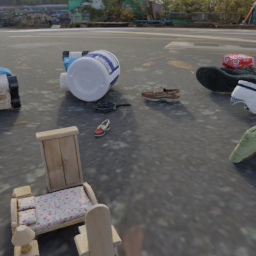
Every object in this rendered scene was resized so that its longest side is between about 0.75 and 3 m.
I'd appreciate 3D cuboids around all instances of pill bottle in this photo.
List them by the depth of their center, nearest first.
[{"bbox_3d":[-1.234,-2.266,11.406,1.633,1.633,2.940,4,24,10],"label":"pill bottle"}]

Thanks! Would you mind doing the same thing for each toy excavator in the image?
[{"bbox_3d":[-4.664,-1.514,10.014,1.173,2.284,2.349,-12,55,-25],"label":"toy excavator"},{"bbox_3d":[-2.323,-2.336,12.228,1.201,2.405,2.339,0,-20,2],"label":"toy excavator"}]

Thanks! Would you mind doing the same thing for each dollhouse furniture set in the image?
[{"bbox_3d":[-1.152,0.988,4.337,1.343,1.147,2.591,-11,21,-19],"label":"dollhouse furniture set"}]

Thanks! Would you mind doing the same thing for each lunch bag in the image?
[{"bbox_3d":[6.438,-3.859,16.195,1.608,0.659,1.417,-10,26,-21],"label":"lunch bag"}]

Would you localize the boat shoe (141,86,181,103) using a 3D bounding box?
[{"bbox_3d":[1.251,-1.323,10.602,1.506,0.541,0.570,6,24,13],"label":"boat shoe"}]

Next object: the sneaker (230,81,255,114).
[{"bbox_3d":[4.490,-0.797,9.207,2.185,0.880,0.835,24,11,5],"label":"sneaker"}]

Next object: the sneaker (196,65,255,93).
[{"bbox_3d":[4.292,-2.093,11.817,2.713,1.037,1.554,14,25,22],"label":"sneaker"}]

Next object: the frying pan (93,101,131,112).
[{"bbox_3d":[-0.603,-0.784,9.811,1.287,0.209,0.778,-7,25,-19],"label":"frying pan"}]

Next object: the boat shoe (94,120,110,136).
[{"bbox_3d":[-0.729,-0.001,7.993,0.271,0.238,0.762,12,28,21],"label":"boat shoe"}]

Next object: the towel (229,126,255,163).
[{"bbox_3d":[2.971,0.273,6.500,1.347,0.999,0.246,-17,49,-33],"label":"towel"}]
